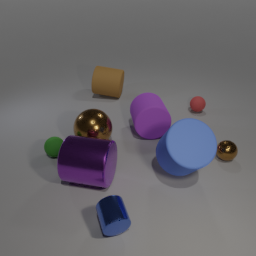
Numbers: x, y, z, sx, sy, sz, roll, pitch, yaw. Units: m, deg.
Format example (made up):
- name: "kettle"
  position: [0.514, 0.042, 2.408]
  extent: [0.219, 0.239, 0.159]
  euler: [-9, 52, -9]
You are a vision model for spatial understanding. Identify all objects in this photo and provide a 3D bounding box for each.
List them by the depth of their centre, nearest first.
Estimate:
- name: "cylinder"
  position: [-0.359, 2.108, 6.763]
  extent: [0.700, 0.700, 0.700]
  euler: [-10, 44, -17]
- name: "cylinder"
  position: [1.617, 0.589, 8.043]
  extent: [1.400, 1.400, 1.400]
  euler: [2, 73, -6]
- name: "cylinder"
  position: [-1.157, 0.976, 8.305]
  extent: [1.400, 1.400, 1.400]
  euler: [6, 30, 11]
- name: "ball"
  position: [3.324, 0.758, 9.424]
  extent: [0.700, 0.700, 0.700]
  euler: [0, 29, 0]
- name: "ball"
  position: [-2.521, 0.642, 9.622]
  extent: [0.700, 0.700, 0.700]
  euler: [0, 29, 0]
- name: "ball"
  position: [-1.262, 0.001, 10.117]
  extent: [1.400, 1.400, 1.400]
  euler: [0, 29, 0]
- name: "cylinder"
  position: [0.849, -0.491, 10.941]
  extent: [1.400, 1.400, 1.400]
  euler: [-3, 29, -6]
- name: "ball"
  position: [3.151, -1.087, 12.660]
  extent: [0.700, 0.700, 0.700]
  euler: [0, 29, 0]
- name: "cylinder"
  position: [-0.993, -2.331, 14.112]
  extent: [1.400, 1.400, 1.400]
  euler: [10, 30, 4]
